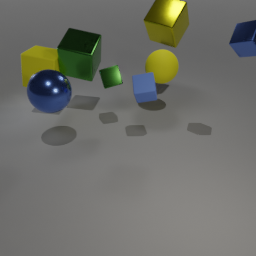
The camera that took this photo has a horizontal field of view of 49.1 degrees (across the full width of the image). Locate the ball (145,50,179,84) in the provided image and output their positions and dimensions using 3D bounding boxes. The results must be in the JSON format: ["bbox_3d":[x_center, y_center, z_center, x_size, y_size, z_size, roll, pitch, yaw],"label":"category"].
[{"bbox_3d":[1.419,-2.577,11.785,1.400,1.400,1.400,0,29,0],"label":"ball"}]

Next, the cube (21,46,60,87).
[{"bbox_3d":[-3.500,-2.509,11.776,1.400,1.400,1.400,11,31,3],"label":"cube"}]

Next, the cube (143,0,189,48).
[{"bbox_3d":[1.727,-4.659,12.331,1.400,1.400,1.400,25,79,24],"label":"cube"}]

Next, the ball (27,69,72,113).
[{"bbox_3d":[-2.509,-1.172,8.990,1.400,1.400,1.400,0,29,0],"label":"ball"}]

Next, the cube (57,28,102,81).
[{"bbox_3d":[-1.944,-2.994,11.475,1.400,1.400,1.400,13,53,3],"label":"cube"}]

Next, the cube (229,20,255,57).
[{"bbox_3d":[3.395,-2.484,7.840,0.700,0.700,0.700,31,-13,-37],"label":"cube"}]

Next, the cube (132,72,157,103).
[{"bbox_3d":[0.561,-1.337,9.351,0.700,0.700,0.700,-8,69,9],"label":"cube"}]

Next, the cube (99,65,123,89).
[{"bbox_3d":[-0.643,-1.896,10.385,0.700,0.700,0.700,-17,12,-3],"label":"cube"}]
